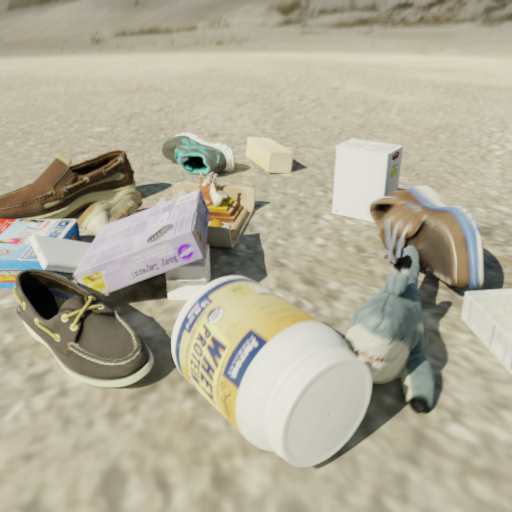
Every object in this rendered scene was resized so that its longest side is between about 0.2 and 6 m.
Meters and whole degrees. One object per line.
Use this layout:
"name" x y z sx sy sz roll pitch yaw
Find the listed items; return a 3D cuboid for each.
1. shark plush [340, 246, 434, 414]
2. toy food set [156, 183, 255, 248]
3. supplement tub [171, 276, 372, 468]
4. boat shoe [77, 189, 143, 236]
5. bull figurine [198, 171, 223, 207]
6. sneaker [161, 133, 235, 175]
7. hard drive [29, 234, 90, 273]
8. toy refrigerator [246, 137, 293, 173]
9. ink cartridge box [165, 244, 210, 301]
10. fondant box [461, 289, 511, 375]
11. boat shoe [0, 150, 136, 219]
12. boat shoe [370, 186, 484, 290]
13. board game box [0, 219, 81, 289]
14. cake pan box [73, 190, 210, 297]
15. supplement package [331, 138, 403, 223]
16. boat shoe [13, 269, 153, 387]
"shark plush" 1.903 0.652 7.093 1.466 1.344 3.227 17 30 31
"toy food set" -1.146 -0.951 11.207 1.860 0.783 2.592 5 25 10
"supplement tub" 0.118 1.158 5.940 1.391 1.391 1.926 -18 30 -33
"boat shoe" -2.701 -0.777 11.041 0.693 0.769 2.132 43 18 -2
"bull figurine" -0.961 -1.398 11.627 0.338 0.631 1.039 -1 15 -25
"sneaker" -1.744 -2.650 14.831 2.343 0.909 1.069 15 33 32
"hard drive" -3.026 0.001 9.104 1.120 0.147 0.739 10 34 -49
"toy refrigerator" 0.333 -2.741 15.306 0.670 0.617 1.765 -2 25 -22
"ink cartridge box" -1.065 0.276 8.784 0.616 0.600 0.958 -1 25 1
"fondant box" 3.643 1.009 7.364 1.187 0.479 1.645 -3 26 -7
"boat shoe" -4.174 -1.544 11.891 1.276 1.278 3.455 20 32 37
"boat shoe" 2.754 -0.282 9.508 1.240 1.237 3.425 -8 18 1
"board game box" -4.191 -0.075 9.650 1.800 0.514 1.838 0 25 1
"cake pan box" -1.724 -0.261 8.909 1.921 0.546 2.086 -19 23 5
"supplement package" 2.308 -1.579 11.719 1.159 1.488 0.825 17 30 31
"boat shoe" -2.333 0.861 7.194 2.551 0.768 0.910 19 42 37
